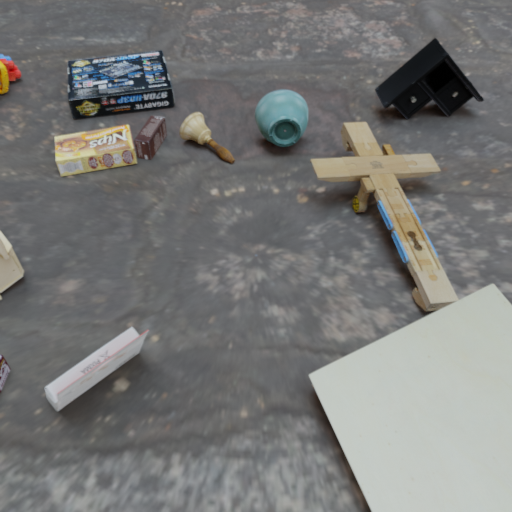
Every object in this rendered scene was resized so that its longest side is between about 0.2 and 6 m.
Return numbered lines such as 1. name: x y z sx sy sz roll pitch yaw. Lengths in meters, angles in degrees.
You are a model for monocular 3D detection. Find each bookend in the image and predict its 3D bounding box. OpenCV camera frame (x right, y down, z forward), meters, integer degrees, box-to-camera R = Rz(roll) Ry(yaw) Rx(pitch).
1. bookend: 3.490 -3.271 11.339 1.501 1.492 0.691 -37 41 26

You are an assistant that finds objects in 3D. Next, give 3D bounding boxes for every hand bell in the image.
1. hand bell: -0.843 -2.131 10.610 0.615 0.615 1.182 -36 68 -29

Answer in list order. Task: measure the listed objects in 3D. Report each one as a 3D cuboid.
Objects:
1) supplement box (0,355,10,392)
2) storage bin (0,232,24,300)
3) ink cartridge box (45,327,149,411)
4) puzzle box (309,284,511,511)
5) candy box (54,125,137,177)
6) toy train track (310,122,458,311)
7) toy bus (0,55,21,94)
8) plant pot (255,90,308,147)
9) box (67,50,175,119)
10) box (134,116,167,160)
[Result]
1. supplement box: -3.872 1.586 7.099 1.224 0.373 0.666 3 47 1
2. storage bin: -5.664 -0.219 7.998 3.285 1.551 3.309 -31 54 -26
3. ink cartridge box: -1.957 1.323 6.850 1.278 1.109 0.278 -35 80 -29
4. puzzle box: 2.439 2.339 5.779 2.572 0.491 3.866 -26 50 2
5. candy box: -2.993 -1.974 10.449 1.408 0.389 0.813 -11 48 -10
6. toy train track: 2.168 -0.696 9.172 2.251 0.638 3.924 -5 52 -14
7. toy bus: -5.790 -3.877 11.936 1.520 1.074 1.583 -11 48 -32
8. plant pot: 0.509 -2.475 10.463 1.025 1.025 0.687 -3 44 -3
9. box: -2.920 -3.698 12.006 2.139 0.492 1.700 -10 47 -10
10. box: -2.007 -2.260 10.702 0.320 0.428 0.854 9 46 9
